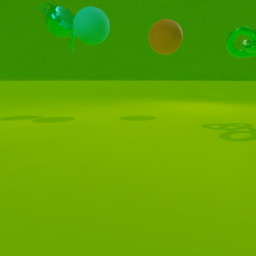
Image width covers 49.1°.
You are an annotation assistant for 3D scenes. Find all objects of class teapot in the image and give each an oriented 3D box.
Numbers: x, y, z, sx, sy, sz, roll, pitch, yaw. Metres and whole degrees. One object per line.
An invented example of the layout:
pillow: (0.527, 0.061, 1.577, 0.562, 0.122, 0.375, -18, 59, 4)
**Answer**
teapot: (-2.529, -3.862, 10.540, 0.960, 1.961, 1.219, -34, 9, 33)

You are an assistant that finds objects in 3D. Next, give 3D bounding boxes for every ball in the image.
ball: (1.382, -3.348, 10.317, 1.245, 1.245, 1.245, 0, 11, 0)
ball: (-1.301, -3.641, 10.026, 1.292, 1.292, 1.292, 0, 11, 0)

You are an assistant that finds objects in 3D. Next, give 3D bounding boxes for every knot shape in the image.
knot shape: (3.852, -2.419, 8.353, 1.575, 0.728, 1.474, 25, 3, -16)
